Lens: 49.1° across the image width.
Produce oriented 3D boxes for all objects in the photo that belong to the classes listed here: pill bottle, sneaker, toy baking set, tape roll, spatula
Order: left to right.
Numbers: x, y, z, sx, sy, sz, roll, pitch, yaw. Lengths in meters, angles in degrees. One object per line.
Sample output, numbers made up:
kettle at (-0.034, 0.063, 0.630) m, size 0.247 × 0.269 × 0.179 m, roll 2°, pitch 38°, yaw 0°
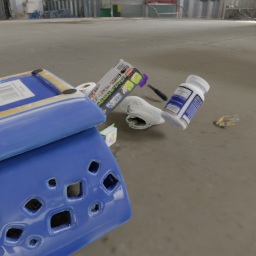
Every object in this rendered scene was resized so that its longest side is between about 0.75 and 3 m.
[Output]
tape roll at (-1.564, -1.446, 10.486) m, size 0.771 × 0.270 × 0.771 m, roll -11°, pitch 27°, yaw 6°
sneaker at (0.186, -0.520, 9.022) m, size 1.806 × 0.665 × 1.044 m, roll 25°, pitch 31°, yaw 37°
spatula at (0.975, -1.620, 11.309) m, size 0.205 × 0.564 × 1.994 m, roll 17°, pitch 21°, yaw -48°
pill bottle at (1.664, -0.751, 8.101) m, size 0.847 × 0.847 × 1.464 m, roll 30°, pitch 82°, yaw 45°
toy baking set at (3.199, -0.225, 8.970) m, size 0.589 × 0.089 × 0.768 m, roll 14°, pitch 41°, yaw 38°

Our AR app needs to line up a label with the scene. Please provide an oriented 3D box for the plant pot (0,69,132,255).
plant pot at (-1.754, 0.502, 4.730) m, size 2.681 × 2.410 × 2.681 m, roll -21°, pitch 32°, yaw -25°

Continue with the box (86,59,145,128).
box at (-0.705, -0.997, 8.649) m, size 2.408 × 0.418 × 1.325 m, roll -45°, pitch 34°, yaw 3°

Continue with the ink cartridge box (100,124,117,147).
ink cartridge box at (-0.516, 0.225, 7.764) m, size 0.249 × 0.435 × 0.838 m, roll 18°, pitch 26°, yaw 21°
